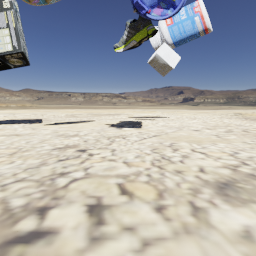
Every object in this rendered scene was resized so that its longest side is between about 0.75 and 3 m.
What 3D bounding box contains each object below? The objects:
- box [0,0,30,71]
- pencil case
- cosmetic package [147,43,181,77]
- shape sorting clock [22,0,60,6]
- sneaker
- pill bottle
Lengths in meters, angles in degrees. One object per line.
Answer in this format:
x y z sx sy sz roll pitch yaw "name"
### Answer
-3.926 -2.749 7.924 1.759 2.147 0.925 -14 -11 -10 "box"
0.714 -2.969 5.811 1.132 1.017 2.608 -27 23 28 "pencil case"
1.318 -2.484 10.255 0.832 0.692 0.696 40 -32 -8 "cosmetic package"
-1.304 -3.508 5.772 2.506 0.492 2.506 -37 -2 -2 "shape sorting clock"
0.111 -2.199 6.546 0.526 0.576 1.422 -26 7 -39 "sneaker"
1.954 -3.832 10.792 2.259 1.268 1.268 -20 -2 19 "pill bottle"
